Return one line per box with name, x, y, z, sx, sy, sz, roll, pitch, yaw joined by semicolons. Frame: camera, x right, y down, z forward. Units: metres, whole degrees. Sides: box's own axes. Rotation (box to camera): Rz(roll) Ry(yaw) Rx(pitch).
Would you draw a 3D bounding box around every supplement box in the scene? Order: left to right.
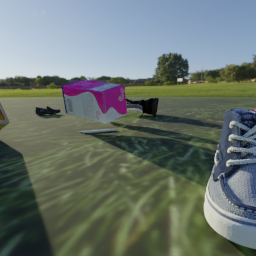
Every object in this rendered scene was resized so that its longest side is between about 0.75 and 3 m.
supplement box;-1.176;-0.966;9.709;2.117;1.071;1.094;15;29;40

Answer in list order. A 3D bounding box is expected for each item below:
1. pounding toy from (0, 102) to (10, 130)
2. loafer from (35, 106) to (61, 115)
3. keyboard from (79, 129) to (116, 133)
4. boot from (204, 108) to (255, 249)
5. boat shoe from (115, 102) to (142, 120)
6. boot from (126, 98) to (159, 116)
pounding toy;-3.926;-0.383;7.122;1.070;1.386;1.505;-32;-8;25
loafer;-4.163;-0.925;14.598;1.273;0.447;0.432;-3;8;-22
keyboard;-0.942;0.080;8.763;1.148;0.061;0.323;-4;9;-28
boot;1.318;0.343;3.208;0.848;1.053;2.330;2;8;14
boat shoe;-0.245;-0.729;10.848;2.045;0.611;0.731;-5;-30;43
boot;0.601;-1.077;13.970;1.716;0.864;2.296;7;-3;1
